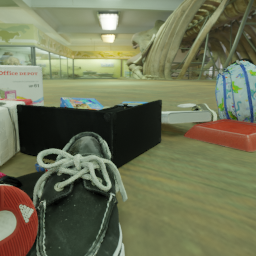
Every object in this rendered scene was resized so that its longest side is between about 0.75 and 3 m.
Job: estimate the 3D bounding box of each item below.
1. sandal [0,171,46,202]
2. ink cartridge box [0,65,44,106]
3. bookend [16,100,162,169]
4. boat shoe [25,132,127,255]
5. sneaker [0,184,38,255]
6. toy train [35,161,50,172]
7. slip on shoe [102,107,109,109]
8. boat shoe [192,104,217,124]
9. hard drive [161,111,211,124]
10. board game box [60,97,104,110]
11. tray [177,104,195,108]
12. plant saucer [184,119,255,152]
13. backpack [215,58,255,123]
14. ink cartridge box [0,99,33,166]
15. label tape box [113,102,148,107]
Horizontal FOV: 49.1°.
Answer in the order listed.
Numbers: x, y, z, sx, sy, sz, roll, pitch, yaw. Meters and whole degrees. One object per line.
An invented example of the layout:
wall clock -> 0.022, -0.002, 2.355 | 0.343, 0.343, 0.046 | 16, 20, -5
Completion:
sandal -> -2.154, 0.847, 3.507 | 2.469, 0.556, 0.927 | -9, 12, -36
ink cartridge box -> -3.362, -0.941, 8.599 | 1.398, 1.935, 0.819 | -6, 13, -25
bookend -> -0.751, -0.063, 6.490 | 2.401, 1.113, 2.416 | 7, 13, 28
boat shoe -> -0.524, 0.702, 3.140 | 1.042, 0.964, 2.822 | 1, 14, 1
sneaker -> -1.964, 1.169, 2.136 | 2.335, 0.915, 1.349 | -15, -3, -35
toy train -> -1.306, 0.764, 4.914 | 1.026, 0.175, 0.235 | 10, 28, 36
slip on shoe -> -0.750, -0.187, 7.943 | 0.496, 0.410, 1.338 | 17, 29, 10
boat shoe -> 2.448, -0.471, 9.528 | 0.536, 0.641, 1.794 | 4, 15, -6
hard drive -> 1.077, -0.339, 8.544 | 1.559, 0.315, 2.363 | -4, 5, -31
board game box -> -1.450, -0.604, 9.366 | 1.271, 0.376, 1.672 | -1, 22, -26
tray -> 2.925, -1.114, 13.824 | 0.972, 0.108, 0.522 | -8, 15, -32
plant saucer -> 2.858, 0.102, 7.552 | 1.954, 0.359, 1.958 | -10, 16, -39
backpack -> 3.843, -1.093, 9.472 | 2.125, 2.255, 2.764 | -8, 18, 4
ink cartridge box -> -3.375, 0.018, 6.031 | 1.975, 1.115, 2.691 | 0, 11, -3
label tape box -> 0.136, -0.687, 10.882 | 1.115, 0.489, 1.546 | 3, 12, 15
